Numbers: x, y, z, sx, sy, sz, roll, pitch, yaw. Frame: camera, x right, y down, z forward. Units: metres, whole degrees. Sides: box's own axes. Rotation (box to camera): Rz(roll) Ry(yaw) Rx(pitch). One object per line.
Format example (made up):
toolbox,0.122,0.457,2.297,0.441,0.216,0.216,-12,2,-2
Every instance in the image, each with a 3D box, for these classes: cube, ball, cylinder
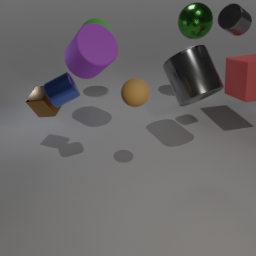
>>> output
cube,4.508,-1.853,10.138,1.400,1.400,1.400,-9,22,-11
ball,0.177,-0.861,6.856,0.700,0.700,0.700,0,30,0
ball,2.725,-4.322,11.349,1.400,1.400,1.400,0,30,0
ball,-1.338,-3.882,11.819,1.400,1.400,1.400,0,30,0
cube,-2.495,-0.812,8.502,0.700,0.700,0.700,-2,48,29
cylinder,-1.726,-0.995,7.341,0.700,0.700,0.700,-27,32,1
cylinder,1.957,-1.551,8.489,1.400,1.400,1.400,-22,-5,-2
cylinder,-1.241,-2.499,9.286,1.400,1.400,1.400,-19,0,-30
cylinder,3.009,-3.036,7.890,0.700,0.700,0.700,2,20,-46
